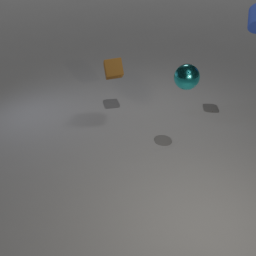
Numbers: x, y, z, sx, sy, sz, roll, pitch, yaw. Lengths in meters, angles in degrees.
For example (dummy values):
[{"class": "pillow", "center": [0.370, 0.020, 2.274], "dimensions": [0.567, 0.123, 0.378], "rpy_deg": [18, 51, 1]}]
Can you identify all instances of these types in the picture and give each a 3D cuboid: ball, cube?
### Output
[{"class": "ball", "center": [1.600, -1.385, 7.619], "dimensions": [0.700, 0.700, 0.700], "rpy_deg": [0, 30, 0]}, {"class": "cube", "center": [-0.591, -2.391, 11.338], "dimensions": [0.700, 0.700, 0.700], "rpy_deg": [-10, 2, -6]}]

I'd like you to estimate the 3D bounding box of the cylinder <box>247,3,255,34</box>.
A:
[{"class": "cylinder", "center": [4.195, -3.490, 8.904], "dimensions": [0.700, 0.700, 0.700], "rpy_deg": [7, 75, 12]}]
